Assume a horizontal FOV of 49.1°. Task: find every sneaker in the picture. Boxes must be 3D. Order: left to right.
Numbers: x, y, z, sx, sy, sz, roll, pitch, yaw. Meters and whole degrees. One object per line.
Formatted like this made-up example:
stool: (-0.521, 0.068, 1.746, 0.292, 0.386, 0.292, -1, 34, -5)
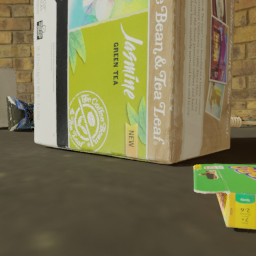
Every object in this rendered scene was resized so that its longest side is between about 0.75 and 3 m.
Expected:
sneaker: (-2.851, -0.418, 8.073, 1.077, 0.949, 2.417, -4, 4, -14)

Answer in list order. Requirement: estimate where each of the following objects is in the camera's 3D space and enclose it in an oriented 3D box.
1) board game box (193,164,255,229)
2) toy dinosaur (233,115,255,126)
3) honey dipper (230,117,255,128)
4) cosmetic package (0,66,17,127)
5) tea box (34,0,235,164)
board game box: (1.025, 0.315, 1.311, 1.403, 0.210, 0.670, 3, 3, 13)
toy dinosaur: (4.894, -0.288, 10.304, 1.993, 0.473, 0.878, 1, 18, 17)
honey dipper: (4.121, -0.174, 9.282, 1.796, 0.341, 0.341, 1, 3, -12)
cosmetic package: (-5.199, -1.000, 9.128, 2.371, 1.972, 1.984, 1, 3, 29)
tea box: (0.025, -0.892, 3.683, 2.288, 2.326, 1.554, 3, 4, 39)
